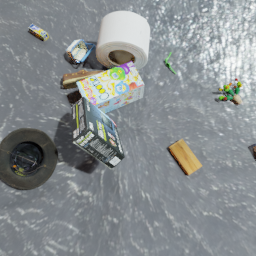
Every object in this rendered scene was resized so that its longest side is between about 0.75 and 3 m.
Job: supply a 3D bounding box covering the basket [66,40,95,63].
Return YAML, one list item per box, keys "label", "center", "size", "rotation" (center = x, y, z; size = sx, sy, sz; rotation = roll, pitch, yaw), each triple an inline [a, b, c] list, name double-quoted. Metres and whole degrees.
- label: "basket"
  center: [-2.019, -3.295, 11.986]
  size: [1.111, 0.773, 0.979]
  rotation: [24, 69, 41]

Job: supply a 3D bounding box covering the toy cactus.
- label: "toy cactus"
  center: [4.339, -1.431, 11.525]
  size: [1.236, 0.632, 1.020]
  rotation: [-37, 83, -21]

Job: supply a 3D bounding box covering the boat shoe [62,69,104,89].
- label: "boat shoe"
  center: [-1.859, -2.166, 11.693]
  size: [1.830, 0.659, 0.618]
  rotation: [-13, 72, -2]

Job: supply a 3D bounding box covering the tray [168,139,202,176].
- label: "tray"
  center: [2.188, 1.106, 10.716]
  size: [0.633, 0.238, 1.283]
  rotation: [-31, 72, -11]

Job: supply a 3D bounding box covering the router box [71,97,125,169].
- label: "router box"
  center: [-1.059, 0.106, 9.448]
  size: [0.695, 1.675, 2.236]
  rotation: [-42, 32, 14]

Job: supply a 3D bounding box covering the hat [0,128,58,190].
- label: "hat"
  center: [-3.629, 1.037, 10.241]
  size: [2.282, 0.920, 2.282]
  rotation: [-2, 102, -11]

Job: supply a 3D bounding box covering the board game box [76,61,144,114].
- label: "board game box"
  center: [-0.675, -1.494, 11.132]
  size: [2.329, 1.221, 1.199]
  rotation: [-23, 73, -9]

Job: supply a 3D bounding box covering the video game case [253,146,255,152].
- label: "video game case"
  center: [5.938, 1.056, 10.643]
  size: [1.716, 0.390, 1.555]
  rotation: [-21, 71, -8]

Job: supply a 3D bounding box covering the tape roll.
- label: "tape roll"
  center: [-0.186, -3.442, 11.391]
  size: [2.113, 2.113, 1.451]
  rotation: [6, 70, 2]

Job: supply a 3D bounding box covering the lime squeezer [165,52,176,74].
- label: "lime squeezer"
  center: [1.807, -2.820, 12.221]
  size: [0.391, 0.209, 1.108]
  rotation: [5, 65, -32]

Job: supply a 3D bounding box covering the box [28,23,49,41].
- label: "box"
  center: [-4.048, -4.329, 12.668]
  size: [0.917, 0.321, 0.295]
  rotation: [33, 73, 11]
